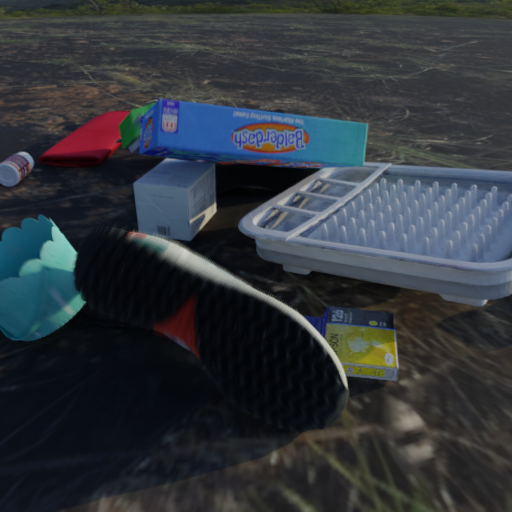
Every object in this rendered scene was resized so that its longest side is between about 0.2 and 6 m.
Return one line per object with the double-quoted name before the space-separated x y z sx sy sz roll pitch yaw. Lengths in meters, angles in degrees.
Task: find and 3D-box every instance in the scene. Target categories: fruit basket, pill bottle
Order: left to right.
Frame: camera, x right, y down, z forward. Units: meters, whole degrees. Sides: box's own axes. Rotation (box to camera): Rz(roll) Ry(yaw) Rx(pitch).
"pill bottle" -5.029 -1.827 11.702 0.502 0.502 0.880 2 29 3
"fruit basket" -2.027 -2.763 12.428 1.822 0.854 1.688 -4 -6 -31

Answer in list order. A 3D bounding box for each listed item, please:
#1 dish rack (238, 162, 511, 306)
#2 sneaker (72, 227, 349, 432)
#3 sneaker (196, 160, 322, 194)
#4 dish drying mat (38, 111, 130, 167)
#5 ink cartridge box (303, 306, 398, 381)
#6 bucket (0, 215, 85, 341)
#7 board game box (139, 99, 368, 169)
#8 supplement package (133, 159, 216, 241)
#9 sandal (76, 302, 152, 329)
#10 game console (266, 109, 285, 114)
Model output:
"dish rack" 2.165 -0.435 8.246 4.036 0.879 3.464 10 29 35
"sneaker" -0.365 0.641 6.147 3.164 1.114 1.479 29 9 9
"sneaker" 0.003 -1.840 11.358 2.530 0.845 1.356 -3 29 -3
"dish drying mat" -3.921 -2.973 14.006 1.466 0.347 3.816 2 29 6
"ink cartridge box" 1.086 1.009 6.745 1.165 0.274 1.152 6 29 8
"bucket" -2.785 0.294 6.895 1.441 0.938 1.441 -21 35 16
"board game box" -0.178 -1.874 9.074 3.157 0.710 2.401 2 7 -17
"supplement package" -1.354 -0.998 9.683 0.969 0.962 1.277 8 30 14
"sandal" -1.258 0.499 7.234 2.666 0.601 1.001 9 38 15
"game console" 0.165 -2.413 10.918 1.220 1.042 0.722 -10 -5 -17
